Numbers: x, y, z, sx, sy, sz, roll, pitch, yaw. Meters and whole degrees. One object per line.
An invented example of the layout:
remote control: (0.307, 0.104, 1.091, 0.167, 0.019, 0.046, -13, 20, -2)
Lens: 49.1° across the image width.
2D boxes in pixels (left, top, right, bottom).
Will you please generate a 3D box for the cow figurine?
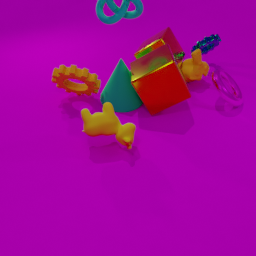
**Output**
cow figurine: (-0.465, 0.028, 6.827, 1.262, 0.693, 1.242, -17, 84, -10)

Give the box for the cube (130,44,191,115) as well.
cube: (0.912, -1.407, 8.126, 1.274, 1.274, 1.274, -25, 34, 16)

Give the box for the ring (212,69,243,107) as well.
ring: (3.059, -1.242, 8.600, 1.330, 0.266, 1.330, 26, 46, -29)

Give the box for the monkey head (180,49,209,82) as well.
monkey head: (2.165, -2.140, 9.559, 1.565, 1.126, 0.943, -35, 35, -23)

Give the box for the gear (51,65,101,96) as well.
gear: (-1.563, -1.414, 8.487, 1.435, 1.435, 0.265, 6, 71, 8)

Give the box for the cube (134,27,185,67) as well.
cube: (1.114, -2.540, 9.691, 1.165, 1.165, 1.165, -21, 27, 36)

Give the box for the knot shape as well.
knot shape: (-0.184, -3.690, 8.285, 1.330, 1.421, 0.657, 20, 31, -16)

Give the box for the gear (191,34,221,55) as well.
gear: (2.894, -3.052, 10.414, 1.124, 1.124, 0.208, -19, 77, -22)

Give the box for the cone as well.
cone: (-0.184, -1.458, 8.366, 1.415, 1.420, 1.415, -1, 46, 1)
